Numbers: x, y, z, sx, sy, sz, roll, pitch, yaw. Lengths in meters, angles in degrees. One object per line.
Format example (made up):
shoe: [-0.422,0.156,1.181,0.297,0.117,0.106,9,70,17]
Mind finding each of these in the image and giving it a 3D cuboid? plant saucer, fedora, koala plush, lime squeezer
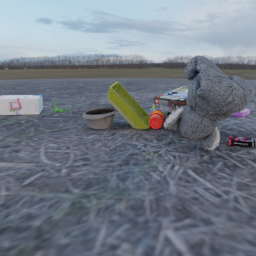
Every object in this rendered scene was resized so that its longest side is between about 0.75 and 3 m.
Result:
plant saucer: [-0.014,-0.901,12.047,0.544,2.271,2.274,-41,7,14]
fedora: [-1.100,-0.383,11.736,1.431,0.731,1.618,8,22,39]
koala plush: [2.252,-0.562,8.267,2.065,2.328,2.140,28,27,-5]
lime squeezer: [-3.786,-1.060,15.419,0.255,0.478,1.354,-12,-23,22]

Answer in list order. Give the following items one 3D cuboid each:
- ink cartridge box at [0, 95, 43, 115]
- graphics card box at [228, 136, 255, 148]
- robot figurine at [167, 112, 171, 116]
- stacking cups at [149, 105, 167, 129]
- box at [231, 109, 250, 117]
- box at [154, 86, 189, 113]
ink cartridge box: [-5.821,-1.263,15.111,2.167,0.917,1.566,0,13,-9]
graphics card box: [3.764,0.455,9.293,0.823,0.209,0.516,6,14,22]
robot figurine: [2.301,-0.634,13.039,0.760,0.631,1.011,-21,22,-34]
stacking cups: [1.277,-0.565,12.512,0.802,0.802,2.649,3,15,12]
box: [5.732,-0.820,14.654,0.909,0.260,1.329,10,16,37]
box: [2.648,-1.020,10.801,1.909,0.556,2.788,-23,26,-35]
